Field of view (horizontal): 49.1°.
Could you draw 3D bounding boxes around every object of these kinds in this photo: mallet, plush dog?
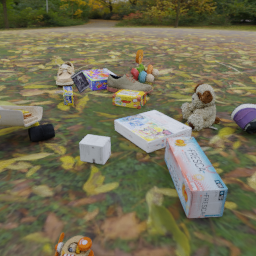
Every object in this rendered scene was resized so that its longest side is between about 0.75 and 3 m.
[{"bbox_3d":[-3.453,-0.190,10.890,0.895,0.559,2.717,-10,23,-19],"label":"mallet"},{"bbox_3d":[2.993,-0.915,11.010,1.513,1.620,1.886,-1,25,-2],"label":"plush dog"}]

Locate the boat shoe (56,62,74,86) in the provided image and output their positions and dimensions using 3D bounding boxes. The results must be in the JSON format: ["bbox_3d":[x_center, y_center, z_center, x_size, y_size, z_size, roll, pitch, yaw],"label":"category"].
[{"bbox_3d":[-3.779,-3.309,16.831,1.085,1.018,2.944,-3,25,-7],"label":"boat shoe"}]

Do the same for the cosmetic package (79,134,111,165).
[{"bbox_3d":[-1.017,0.662,8.789,0.792,0.653,0.654,7,26,17],"label":"cosmetic package"}]

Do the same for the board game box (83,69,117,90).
[{"bbox_3d":[-1.672,-2.913,16.542,1.660,0.553,2.469,-10,27,-21],"label":"board game box"}]

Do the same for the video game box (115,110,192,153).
[{"bbox_3d":[0.874,0.043,10.301,1.961,0.504,2.153,-13,28,-31],"label":"video game box"}]

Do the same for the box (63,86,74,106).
[{"bbox_3d":[-2.942,-1.600,13.776,0.476,0.518,1.480,-5,26,-11],"label":"box"}]

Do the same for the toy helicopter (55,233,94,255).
[{"bbox_3d":[-1.226,2.447,5.283,0.742,0.442,1.122,18,36,33],"label":"toy helicopter"}]

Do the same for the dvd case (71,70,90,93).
[{"bbox_3d":[-2.240,-2.196,13.242,0.673,0.905,0.072,-41,29,-28],"label":"dvd case"}]

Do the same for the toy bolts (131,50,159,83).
[{"bbox_3d":[1.068,-3.502,16.694,1.358,1.871,1.959,14,46,13],"label":"toy bolts"}]

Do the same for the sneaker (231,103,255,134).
[{"bbox_3d":[5.406,-0.264,10.740,2.791,1.057,1.222,-8,46,-16],"label":"sneaker"}]

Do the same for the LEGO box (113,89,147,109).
[{"bbox_3d":[0.097,-1.403,13.341,1.371,0.529,1.021,10,27,20],"label":"LEGO box"}]

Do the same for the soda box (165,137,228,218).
[{"bbox_3d":[1.679,1.177,7.481,0.895,0.832,2.616,-2,26,-4],"label":"soda box"}]

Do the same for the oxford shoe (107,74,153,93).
[{"bbox_3d":[0.051,-2.340,14.814,2.610,0.976,0.920,8,26,17],"label":"oxford shoe"}]

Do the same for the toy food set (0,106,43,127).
[{"bbox_3d":[-4.134,-0.565,9.439,1.916,0.807,2.671,1,8,-4],"label":"toy food set"}]
